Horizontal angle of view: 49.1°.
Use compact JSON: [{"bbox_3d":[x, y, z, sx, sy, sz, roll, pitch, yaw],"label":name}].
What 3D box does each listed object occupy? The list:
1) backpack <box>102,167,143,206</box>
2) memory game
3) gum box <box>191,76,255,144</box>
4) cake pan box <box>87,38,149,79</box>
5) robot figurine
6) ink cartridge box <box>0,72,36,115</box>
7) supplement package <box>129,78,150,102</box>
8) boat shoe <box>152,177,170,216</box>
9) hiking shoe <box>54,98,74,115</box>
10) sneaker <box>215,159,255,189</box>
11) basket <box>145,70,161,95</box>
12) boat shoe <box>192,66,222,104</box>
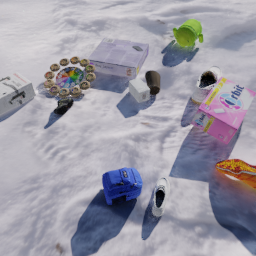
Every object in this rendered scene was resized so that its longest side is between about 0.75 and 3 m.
[{"bbox_3d":[-0.138,1.794,8.916,1.223,1.026,0.994,-8,52,-13],"label":"backpack"},{"bbox_3d":[-2.808,-2.512,13.466,2.608,0.166,2.608,-3,58,5],"label":"memory game"},{"bbox_3d":[3.975,-0.859,11.472,1.610,0.938,2.838,31,51,15],"label":"gum box"},{"bbox_3d":[-0.528,-3.785,14.836,2.795,0.731,2.574,11,44,11],"label":"cake pan box"},{"bbox_3d":[3.526,-5.518,16.251,1.845,1.216,2.103,22,48,21],"label":"robot figurine"},{"bbox_3d":[-5.370,-1.586,12.496,1.417,0.800,1.930,32,53,30],"label":"ink cartridge box"},{"bbox_3d":[0.509,-1.737,12.816,0.590,0.588,1.005,-21,49,-18],"label":"supplement package"},{"bbox_3d":[1.047,2.085,8.968,0.514,0.489,1.429,14,46,14],"label":"boat shoe"},{"bbox_3d":[-2.894,-0.941,12.181,0.585,0.440,1.162,14,36,26],"label":"hiking shoe"},{"bbox_3d":[4.006,1.606,9.256,2.284,0.881,0.833,12,31,34],"label":"sneaker"},{"bbox_3d":[1.199,-2.083,13.117,0.663,0.879,0.975,-30,44,32],"label":"basket"},{"bbox_3d":[3.826,-2.258,13.051,1.014,0.993,2.865,20,48,19],"label":"boat shoe"}]
